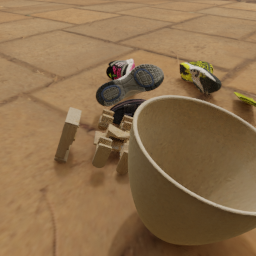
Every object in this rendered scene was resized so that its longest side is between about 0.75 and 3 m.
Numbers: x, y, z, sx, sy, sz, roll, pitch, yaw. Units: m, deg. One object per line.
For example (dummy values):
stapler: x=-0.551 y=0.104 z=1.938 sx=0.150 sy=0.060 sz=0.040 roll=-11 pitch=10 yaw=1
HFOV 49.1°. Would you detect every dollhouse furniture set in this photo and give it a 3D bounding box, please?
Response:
dollhouse furniture set: x=-0.834 y=0.409 z=7.446 sx=1.893 sy=1.232 sz=1.739 roll=17 pitch=31 yaw=-12

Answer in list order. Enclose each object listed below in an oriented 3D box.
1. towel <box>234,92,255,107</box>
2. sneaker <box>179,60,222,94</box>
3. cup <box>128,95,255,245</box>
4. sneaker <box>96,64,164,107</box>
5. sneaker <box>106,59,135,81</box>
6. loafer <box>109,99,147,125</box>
towel: x=4.015 y=-0.990 z=9.479 sx=0.717 sy=0.150 sz=1.665 roll=28 pitch=18 yaw=7
sneaker: x=2.956 y=-2.165 z=10.932 sx=1.060 sy=0.933 sz=2.505 roll=-23 pitch=35 yaw=-9
cup: x=1.125 y=0.983 z=5.124 sx=2.756 sy=1.971 sz=2.756 roll=13 pitch=35 yaw=-10
sneaker: x=0.024 y=-1.406 z=9.084 sx=2.395 sy=0.892 sz=1.043 roll=-21 pitch=7 yaw=-11
sneaker: x=-0.278 y=-2.104 z=10.974 sx=1.164 sy=0.982 sz=2.662 roll=-7 pitch=24 yaw=2
loafer: x=0.582 y=-0.451 z=8.543 sx=2.317 sy=0.833 sz=0.730 roll=-4 pitch=15 yaw=-10
